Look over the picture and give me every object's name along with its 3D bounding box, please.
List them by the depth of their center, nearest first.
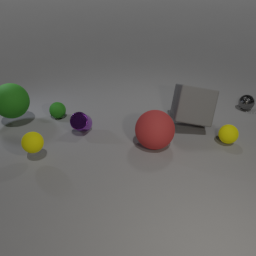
[{"bbox_3d":[-3.095,0.468,9.089,0.700,0.700,0.700,0,29,0],"label":"ball"},{"bbox_3d":[0.945,0.060,9.873,1.400,1.400,1.400,0,29,0],"label":"ball"},{"bbox_3d":[3.648,0.219,10.175,0.700,0.700,0.700,0,29,0],"label":"ball"},{"bbox_3d":[-1.806,-0.230,10.842,0.700,0.700,0.700,5,-6,9],"label":"cylinder"},{"bbox_3d":[2.537,-0.929,10.964,1.400,1.400,1.400,9,11,-3],"label":"cube"},{"bbox_3d":[-4.658,-1.079,11.176,1.400,1.400,1.400,0,29,0],"label":"ball"},{"bbox_3d":[-3.028,-0.768,12.050,0.700,0.700,0.700,0,29,0],"label":"ball"},{"bbox_3d":[5.391,-1.164,12.743,0.700,0.700,0.700,0,29,0],"label":"ball"}]
